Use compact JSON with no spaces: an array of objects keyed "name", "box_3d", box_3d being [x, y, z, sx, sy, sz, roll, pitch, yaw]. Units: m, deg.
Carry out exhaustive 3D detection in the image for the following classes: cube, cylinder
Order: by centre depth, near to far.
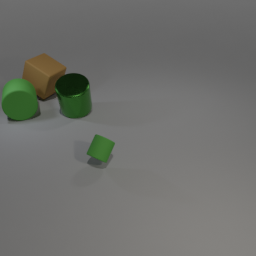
[{"name":"cylinder","box_3d":[-0.861,0.653,8.888,0.700,0.700,0.700,23,-8,4]},{"name":"cylinder","box_3d":[-2.274,-1.354,11.870,1.400,1.400,1.400,1,54,-1]},{"name":"cylinder","box_3d":[-4.644,-1.239,12.020,1.400,1.400,1.400,-10,32,-17]},{"name":"cube","box_3d":[-4.059,-2.513,13.518,1.400,1.400,1.400,33,38,5]}]
